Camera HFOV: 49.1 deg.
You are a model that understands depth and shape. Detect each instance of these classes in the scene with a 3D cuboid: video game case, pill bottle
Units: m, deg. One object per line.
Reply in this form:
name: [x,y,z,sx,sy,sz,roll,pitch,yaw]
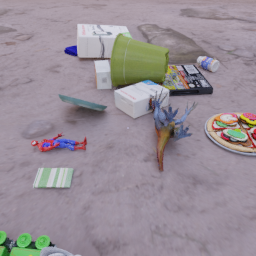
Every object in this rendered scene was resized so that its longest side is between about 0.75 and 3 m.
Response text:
video game case: [2.322,-2.304,13.266,2.527,0.357,2.797,-3,35,-5]
pill bottle: [4.153,-3.379,14.650,0.615,0.615,1.097,-23,40,-30]

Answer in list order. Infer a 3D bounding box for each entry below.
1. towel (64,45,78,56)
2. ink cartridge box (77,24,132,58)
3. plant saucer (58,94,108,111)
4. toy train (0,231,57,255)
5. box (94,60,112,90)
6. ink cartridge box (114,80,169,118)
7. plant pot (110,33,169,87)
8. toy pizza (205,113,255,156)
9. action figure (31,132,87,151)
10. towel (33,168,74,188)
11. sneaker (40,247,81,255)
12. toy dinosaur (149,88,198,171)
towel: [-2.993,-4.799,17.004,1.116,0.374,1.511,23,40,32]
ink cartridge box: [-1.433,-5.040,16.268,2.982,1.253,2.169,-2,37,-12]
plant saucer: [-1.715,-0.943,10.591,1.892,0.259,1.892,15,3,-1]
toy train: [-2.826,2.561,5.801,2.673,0.558,0.754,3,44,5]
box: [-1.179,-2.499,13.083,0.680,0.868,1.396,-5,34,-7]
ink cartridge box: [0.544,-1.199,11.211,1.789,0.768,1.310,-23,39,-29]
plant pot: [0.616,-2.845,12.322,2.233,2.352,2.352,10,35,11]
toy pizza: [3.994,0.039,9.666,2.597,0.412,2.597,0,34,0]
action figure: [-2.241,0.483,9.032,1.760,0.455,0.576,-3,36,0]
towel: [-2.088,1.403,7.896,1.015,0.119,0.774,0,34,-1]
sneaker: [-1.661,2.727,4.932,2.026,1.164,0.761,-6,34,-9]
toy dinosaur: [1.055,-0.263,9.430,2.904,1.525,2.635,-51,11,-9]
